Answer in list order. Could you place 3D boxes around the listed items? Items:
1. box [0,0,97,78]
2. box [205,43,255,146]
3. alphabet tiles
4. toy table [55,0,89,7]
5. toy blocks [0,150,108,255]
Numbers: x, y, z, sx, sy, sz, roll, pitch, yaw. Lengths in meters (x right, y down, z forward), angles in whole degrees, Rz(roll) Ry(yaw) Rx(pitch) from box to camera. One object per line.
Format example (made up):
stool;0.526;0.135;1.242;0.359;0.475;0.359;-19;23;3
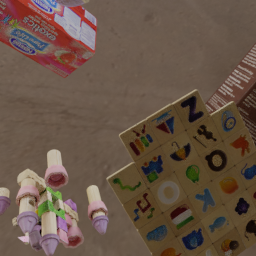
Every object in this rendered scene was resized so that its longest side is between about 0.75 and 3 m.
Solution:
box;-2.234;-2.670;6.810;1.353;2.833;1.412;-27;51;35
box;3.078;-0.984;6.204;1.342;2.680;1.004;30;20;-24
alphabet tiles;0.998;0.849;3.943;2.082;0.079;2.501;-31;101;-9
toy table;-1.115;-3.069;6.012;1.014;0.594;0.932;-41;103;-11
toy blocks;-1.365;1.629;4.783;1.726;1.613;1.453;-33;38;5
